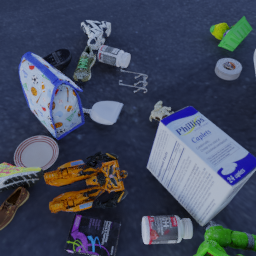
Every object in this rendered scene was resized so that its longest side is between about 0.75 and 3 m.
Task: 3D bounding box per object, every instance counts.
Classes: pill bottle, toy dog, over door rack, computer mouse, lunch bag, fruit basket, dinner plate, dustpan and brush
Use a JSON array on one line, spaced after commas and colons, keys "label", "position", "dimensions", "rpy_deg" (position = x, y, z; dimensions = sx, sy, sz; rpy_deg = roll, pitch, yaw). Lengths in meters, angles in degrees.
[{"label": "pill bottle", "position": [-0.621, -3.217, 12.685], "dimensions": [1.344, 0.765, 0.765], "rpy_deg": [20, 55, 14]}, {"label": "toy dog", "position": [1.308, -0.475, 10.581], "dimensions": [0.885, 0.637, 0.913], "rpy_deg": [-32, 43, -9]}, {"label": "over door rack", "position": [0.206, -2.010, 11.913], "dimensions": [1.266, 0.422, 0.935], "rpy_deg": [16, 52, -15]}, {"label": "computer mouse", "position": [-3.515, -2.803, 12.547], "dimensions": [2.288, 0.603, 1.584], "rpy_deg": [-24, 56, -4]}, {"label": "lunch bag", "position": [-2.734, -1.243, 10.059], "dimensions": [1.575, 2.543, 2.162], "rpy_deg": [-37, 60, -24]}, {"label": "fruit basket", "position": [4.897, -4.721, 13.652], "dimensions": [1.762, 1.271, 1.762], "rpy_deg": [6, 63, -12]}, {"label": "dinner plate", "position": [-3.214, 0.935, 9.890], "dimensions": [1.546, 0.187, 1.546], "rpy_deg": [0, 52, 0]}, {"label": "dustpan and brush", "position": [-1.226, -0.661, 10.984], "dimensions": [1.837, 0.526, 1.282], "rpy_deg": [16, 44, 4]}, {"label": "pill bottle", "position": [1.109, 2.893, 7.998], "dimensions": [1.358, 0.752, 0.752], "rpy_deg": [0, 53, -6]}]

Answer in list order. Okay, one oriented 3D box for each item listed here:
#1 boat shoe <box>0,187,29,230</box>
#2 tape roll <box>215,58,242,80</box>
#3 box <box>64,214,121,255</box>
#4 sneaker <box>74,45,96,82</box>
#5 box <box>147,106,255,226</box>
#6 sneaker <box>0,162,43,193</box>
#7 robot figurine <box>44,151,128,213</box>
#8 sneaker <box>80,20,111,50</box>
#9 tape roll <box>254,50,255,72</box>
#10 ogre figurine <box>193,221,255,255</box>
[{"label": "boat shoe", "position": [-3.663, 2.419, 8.556], "dimensions": [0.534, 0.501, 1.483], "rpy_deg": [24, 56, 17]}, {"label": "tape roll", "position": [4.472, -2.636, 12.492], "dimensions": [1.102, 0.364, 1.102], "rpy_deg": [0, 53, 0]}, {"label": "box", "position": [-0.997, 3.146, 8.146], "dimensions": [1.448, 0.261, 1.035], "rpy_deg": [7, 53, 6]}, {"label": "sneaker", "position": [-1.958, -2.877, 12.333], "dimensions": [0.782, 0.901, 2.033], "rpy_deg": [5, 53, 4]}, {"label": "box", "position": [2.018, 1.092, 8.279], "dimensions": [1.360, 2.384, 2.593], "rpy_deg": [-28, 58, -29]}, {"label": "sneaker", "position": [-3.832, 1.476, 9.089], "dimensions": [2.116, 0.827, 0.955], "rpy_deg": [-10, 51, -7]}, {"label": "robot figurine", "position": [-1.223, 1.723, 8.714], "dimensions": [2.518, 0.733, 1.825], "rpy_deg": [-14, 76, -6]}, {"label": "sneaker", "position": [-1.835, -4.622, 13.698], "dimensions": [1.403, 0.861, 2.156], "rpy_deg": [15, 54, 13]}, {"label": "tape roll", "position": [6.396, -2.253, 10.613], "dimensions": [2.893, 2.893, 1.986], "rpy_deg": [8, 54, 6]}, {"label": "ogre figurine", "position": [2.497, 3.617, 7.115], "dimensions": [1.726, 1.412, 2.879], "rpy_deg": [34, 71, 9]}]
